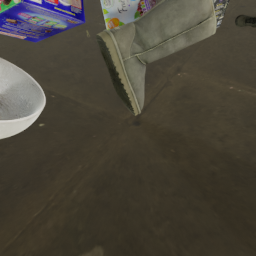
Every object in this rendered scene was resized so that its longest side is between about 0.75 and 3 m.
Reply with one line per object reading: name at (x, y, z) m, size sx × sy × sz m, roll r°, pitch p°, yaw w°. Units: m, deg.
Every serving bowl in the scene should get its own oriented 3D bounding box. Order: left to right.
serving bowl at (-2.619, -0.524, 4.626) m, size 2.318 × 0.763 × 2.318 m, roll 24°, pitch 27°, yaw -13°

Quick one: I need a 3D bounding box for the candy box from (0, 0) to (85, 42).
candy box at (-3.120, -3.683, 8.818) m, size 2.720 × 1.047 × 2.299 m, roll -4°, pitch 0°, yaw 37°

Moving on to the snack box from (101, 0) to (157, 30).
snack box at (-0.001, -3.815, 8.415) m, size 1.572 × 0.586 × 2.211 m, roll -18°, pitch 65°, yaw 12°

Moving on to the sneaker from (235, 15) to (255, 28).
sneaker at (3.455, -3.015, 7.872) m, size 0.911 × 0.346 × 0.414 m, roll -5°, pitch 18°, yaw -14°

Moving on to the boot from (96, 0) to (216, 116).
boot at (0.729, -1.583, 5.841) m, size 2.362 × 2.147 × 0.857 m, roll -31°, pitch 42°, yaw -14°

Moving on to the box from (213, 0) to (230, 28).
box at (2.385, -3.784, 7.878) m, size 0.561 × 2.063 × 2.575 m, roll 27°, pitch 38°, yaw 19°
